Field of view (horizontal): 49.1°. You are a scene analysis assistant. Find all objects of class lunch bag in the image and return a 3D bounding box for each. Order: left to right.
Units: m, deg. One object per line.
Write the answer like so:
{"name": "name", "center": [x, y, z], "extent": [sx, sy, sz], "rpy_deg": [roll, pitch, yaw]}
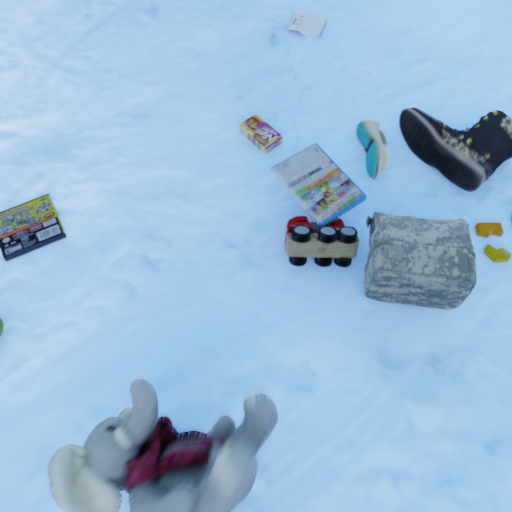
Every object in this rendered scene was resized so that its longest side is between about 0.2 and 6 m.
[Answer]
{"name": "lunch bag", "center": [3.091, -0.026, 10.650], "extent": [1.999, 1.393, 1.677], "rpy_deg": [6, 62, 3]}

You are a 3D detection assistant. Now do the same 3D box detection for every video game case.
{"name": "video game case", "center": [-4.768, -0.613, 11.716], "extent": [1.297, 0.165, 1.172], "rpy_deg": [-24, 63, -13]}
{"name": "video game case", "center": [1.286, -1.497, 11.626], "extent": [1.218, 0.152, 1.702], "rpy_deg": [-31, 67, -19]}

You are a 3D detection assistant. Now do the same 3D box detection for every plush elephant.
{"name": "plush elephant", "center": [-1.437, 2.929, 8.182], "extent": [2.350, 2.499, 3.035], "rpy_deg": [36, 107, 5]}

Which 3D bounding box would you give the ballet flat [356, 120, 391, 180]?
{"name": "ballet flat", "center": [2.694, -2.382, 12.456], "extent": [0.626, 0.626, 1.804], "rpy_deg": [-4, 53, -2]}

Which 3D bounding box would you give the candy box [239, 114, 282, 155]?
{"name": "candy box", "center": [0.097, -2.821, 12.950], "extent": [0.550, 0.266, 0.942], "rpy_deg": [-36, 64, -18]}

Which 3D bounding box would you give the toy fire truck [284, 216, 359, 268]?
{"name": "toy fire truck", "center": [1.273, -0.643, 11.390], "extent": [1.406, 1.028, 1.597], "rpy_deg": [1, 35, -4]}

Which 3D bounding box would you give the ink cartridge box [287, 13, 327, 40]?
{"name": "ink cartridge box", "center": [1.361, -6.127, 14.946], "extent": [0.907, 0.214, 0.726], "rpy_deg": [14, 61, 15]}

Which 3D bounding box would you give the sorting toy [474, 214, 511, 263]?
{"name": "sorting toy", "center": [5.890, -0.171, 11.348], "extent": [2.573, 0.344, 1.917], "rpy_deg": [-1, 60, 0]}

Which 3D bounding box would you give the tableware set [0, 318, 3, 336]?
{"name": "tableware set", "center": [-6.311, 1.495, 10.309], "extent": [3.003, 0.461, 2.023], "rpy_deg": [17, 61, 10]}

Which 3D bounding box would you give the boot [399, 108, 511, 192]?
{"name": "boot", "center": [4.603, -2.689, 12.505], "extent": [1.865, 0.906, 2.476], "rpy_deg": [-30, 60, -19]}
